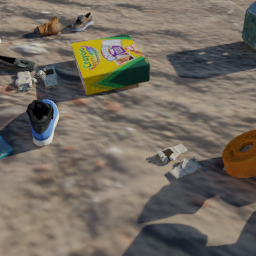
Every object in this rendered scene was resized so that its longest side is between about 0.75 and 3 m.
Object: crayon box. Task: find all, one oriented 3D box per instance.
[{"bbox_3d":[-0.624,-2.139,8.984,2.012,0.680,2.333,-13,42,-11],"label":"crayon box"}]

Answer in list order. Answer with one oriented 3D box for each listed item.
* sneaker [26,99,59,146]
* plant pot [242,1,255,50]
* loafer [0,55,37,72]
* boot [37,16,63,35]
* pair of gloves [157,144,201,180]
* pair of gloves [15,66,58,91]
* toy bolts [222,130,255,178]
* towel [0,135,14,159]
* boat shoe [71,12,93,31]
[{"bbox_3d":[-2.072,-0.425,6.895,0.624,0.905,1.626,1,41,-7],"label":"sneaker"},{"bbox_3d":[5.276,-3.683,9.974,1.967,1.926,1.931,-12,42,-5],"label":"plant pot"},{"bbox_3d":[-3.740,-2.140,9.219,1.441,0.453,0.518,4,41,5],"label":"loafer"},{"bbox_3d":[-3.312,-4.248,11.693,0.967,0.477,1.245,-19,52,-15],"label":"boot"},{"bbox_3d":[1.132,0.707,6.213,0.734,0.151,0.864,-18,45,-19],"label":"pair of gloves"},{"bbox_3d":[-2.856,-1.559,8.738,1.278,0.224,1.087,-10,42,-10],"label":"pair of gloves"},{"bbox_3d":[3.692,0.637,5.659,2.754,1.910,2.631,-46,18,-28],"label":"toy bolts"},{"bbox_3d":[-3.318,0.581,6.376,1.168,0.127,0.857,-32,50,-31],"label":"towel"},{"bbox_3d":[-1.982,-4.551,11.931,0.494,0.495,1.368,17,44,19],"label":"boat shoe"}]
